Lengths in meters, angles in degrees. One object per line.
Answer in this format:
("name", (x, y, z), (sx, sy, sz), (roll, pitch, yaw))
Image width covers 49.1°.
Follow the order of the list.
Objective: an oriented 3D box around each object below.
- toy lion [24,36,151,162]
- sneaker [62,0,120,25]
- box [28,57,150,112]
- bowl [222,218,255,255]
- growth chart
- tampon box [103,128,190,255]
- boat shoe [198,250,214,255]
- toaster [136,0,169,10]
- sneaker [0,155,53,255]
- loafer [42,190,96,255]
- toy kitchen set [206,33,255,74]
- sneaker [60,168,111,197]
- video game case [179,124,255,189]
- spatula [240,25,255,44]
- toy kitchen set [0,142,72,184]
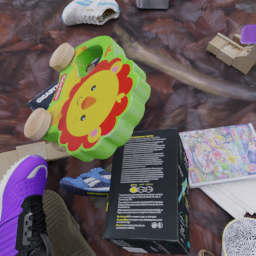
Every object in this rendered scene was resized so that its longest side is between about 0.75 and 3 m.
("toy lion", (-0.654, -0.630, 5.032), (2.446, 0.876, 2.552), (-11, 57, 39))
("sneaker", (-1.425, -4.414, 10.739), (2.244, 0.859, 0.907), (-22, 66, -9))
("box", (-1.126, -0.853, 8.668), (2.362, 0.684, 2.972), (38, 66, 20))
("bowl", (2.785, 3.038, 6.043), (1.965, 0.922, 1.965), (12, 36, -9))
("growth chart", (3.355, 1.178, 7.707), (2.964, 0.263, 2.145), (-33, 64, -18))
("tampon box", (0.552, 1.482, 6.438), (1.505, 1.787, 2.385), (-5, 57, 18))
("boat shoe", (2.051, 3.227, 6.409), (1.024, 0.368, 0.388), (38, 66, 20))
("toaster", (0.957, -5.543, 11.379), (1.495, 0.887, 1.352), (2, 58, 2))
("sneaker", (-1.754, 1.762, 4.909), (1.243, 0.869, 2.498), (15, 82, 27))
("loafer", (-1.588, 2.578, 6.520), (1.043, 0.925, 2.744), (-27, 47, -22))
("toy kitchen set", (3.932, -3.104, 9.536), (1.682, 1.518, 1.373), (38, 65, 16))
("sneaker", (-0.950, 1.413, 7.389), (1.642, 0.607, 0.675), (6, 60, -6))
("video game case", (2.603, 0.726, 7.770), (2.273, 0.205, 1.628), (-7, 59, -4))
("spatula", (3.120, -1.973, 5.897), (1.391, 0.143, 0.393), (3, 101, 7))
("toy kitchen set", (-2.322, 1.301, 7.331), (1.934, 1.578, 1.744), (-12, 88, -8))
